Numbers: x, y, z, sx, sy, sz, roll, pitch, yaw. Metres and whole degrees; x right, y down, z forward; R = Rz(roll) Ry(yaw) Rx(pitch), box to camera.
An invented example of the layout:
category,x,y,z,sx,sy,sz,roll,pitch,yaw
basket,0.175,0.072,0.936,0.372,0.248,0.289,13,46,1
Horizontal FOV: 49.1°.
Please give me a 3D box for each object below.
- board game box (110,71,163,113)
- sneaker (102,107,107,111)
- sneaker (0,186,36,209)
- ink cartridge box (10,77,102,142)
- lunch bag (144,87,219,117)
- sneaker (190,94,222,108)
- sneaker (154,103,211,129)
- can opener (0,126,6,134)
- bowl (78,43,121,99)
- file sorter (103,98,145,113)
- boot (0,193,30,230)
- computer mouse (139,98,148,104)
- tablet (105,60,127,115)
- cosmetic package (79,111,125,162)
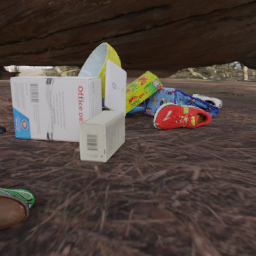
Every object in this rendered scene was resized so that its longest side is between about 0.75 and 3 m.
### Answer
category,x,y,z,sx,sy,sz,roll,pitch,yaw
board game box,0.241,-1.533,12.884,2.518,0.600,1.279,-37,25,2
sneaker,-1.637,-0.371,11.782,1.604,0.584,0.679,-17,-13,-32
sneaker,-2.203,1.205,4.619,1.239,0.483,0.528,-1,13,-6
ink cartridge box,-2.332,-0.678,9.348,2.771,2.029,1.190,3,13,13
lunch bag,2.630,-1.009,13.238,2.933,1.379,2.208,7,7,-29
sneaker,4.014,-1.436,15.485,2.124,0.787,0.940,7,12,31
sneaker,2.162,-0.422,10.746,2.583,0.995,1.097,-8,20,-30
can opener,-5.229,-0.016,10.047,1.597,0.628,0.506,13,21,-2
bowl,-1.164,-2.399,13.309,1.549,2.879,2.879,28,-1,-28
file sorter,-0.235,-1.593,15.165,2.041,1.252,1.416,9,15,38
boot,-2.237,1.467,3.328,1.671,0.576,1.793,-7,13,-1
computer mouse,0.617,-1.750,17.817,1.992,0.458,1.399,-2,8,18
tablet,-0.440,-1.512,10.661,0.131,1.925,1.253,-12,-22,33
cosmetic package,-0.666,0.158,7.970,0.733,1.039,2.006,2,12,12
